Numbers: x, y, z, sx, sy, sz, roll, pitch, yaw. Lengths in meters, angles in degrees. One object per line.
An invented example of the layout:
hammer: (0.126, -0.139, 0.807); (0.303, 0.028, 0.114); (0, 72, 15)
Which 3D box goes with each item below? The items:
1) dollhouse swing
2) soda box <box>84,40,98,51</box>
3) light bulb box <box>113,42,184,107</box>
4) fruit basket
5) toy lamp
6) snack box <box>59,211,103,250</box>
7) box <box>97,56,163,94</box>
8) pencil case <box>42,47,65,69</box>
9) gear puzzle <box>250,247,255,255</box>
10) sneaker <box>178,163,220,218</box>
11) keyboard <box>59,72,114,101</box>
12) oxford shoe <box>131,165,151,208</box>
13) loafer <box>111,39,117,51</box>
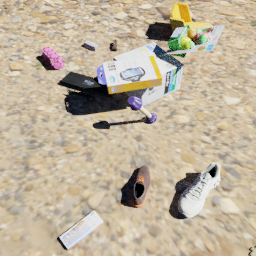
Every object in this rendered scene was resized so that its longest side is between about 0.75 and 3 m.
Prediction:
dollhouse swing: (3.368, -5.651, 14.743); (1.765, 1.824, 2.007); (-3, 44, 26)
soda box: (-1.884, -4.202, 14.303); (0.781, 0.248, 0.267); (29, 54, 24)
light bulb box: (0.820, -2.306, 11.829); (2.133, 1.331, 2.114); (-26, 53, -23)
fruit basket: (2.631, -3.554, 11.101); (1.949, 0.913, 1.805); (1, 47, 40)
toy lamp: (0.505, -0.650, 10.128); (0.500, 1.718, 0.500); (-12, 63, 25)
snack box: (-1.308, 2.878, 7.930); (1.202, 0.146, 0.432); (-33, 56, -27)
box: (0.014, -1.973, 10.369); (2.264, 0.469, 1.348); (-10, 51, -4)
pencil case: (-3.588, -3.354, 13.280); (0.654, 0.634, 1.396); (-22, 48, -31)
gear puzzle: (3.764, 3.389, 7.413); (1.692, 0.222, 0.876); (-31, 55, -25)
sneaker: (2.179, 1.811, 8.475); (0.747, 0.805, 1.987); (31, 56, 23)
keyboard: (-1.820, -1.737, 12.071); (2.480, 0.255, 1.576); (18, 44, 17)
oxford shoe: (0.448, 1.715, 8.724); (0.524, 0.534, 1.473); (7, 48, 7)
loafer: (-0.702, -4.260, 14.312); (0.300, 0.309, 0.845); (-1, 47, -2)
